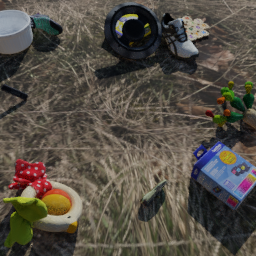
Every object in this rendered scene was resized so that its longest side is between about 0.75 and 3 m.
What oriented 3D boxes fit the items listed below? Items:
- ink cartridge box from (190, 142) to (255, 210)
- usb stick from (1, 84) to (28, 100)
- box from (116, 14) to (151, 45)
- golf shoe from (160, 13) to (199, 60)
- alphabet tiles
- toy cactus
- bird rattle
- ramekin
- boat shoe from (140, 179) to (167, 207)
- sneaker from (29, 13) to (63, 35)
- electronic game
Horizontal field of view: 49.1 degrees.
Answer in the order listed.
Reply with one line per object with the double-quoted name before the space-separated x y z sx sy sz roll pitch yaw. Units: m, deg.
"ink cartridge box" 2.979 1.380 8.912 1.378 0.771 2.019 -37 59 -26
"usb stick" -4.491 -1.421 11.106 1.024 0.167 0.284 25 81 -28
"box" 0.323 -5.137 14.115 2.599 0.629 1.525 -36 61 -26
"golf shoe" 2.289 -4.259 12.991 1.085 1.319 2.791 -27 58 -21
"alphabet tiles" 3.142 -5.110 14.385 1.968 0.144 1.925 -24 56 -17
"toy cactus" 4.140 -0.684 10.497 1.977 1.225 2.396 46 60 9
"bird rattle" -2.421 2.140 8.001 2.226 1.538 2.731 20 13 -14
"ramekin" -5.670 -4.541 13.329 2.249 1.096 2.249 0 52 0
"boat shoe" 0.859 2.027 8.660 1.080 0.386 0.355 -35 69 -24
"sneaker" -4.070 -5.421 14.232 2.226 0.828 0.975 24 51 18
"electronic game" 0.253 -4.491 12.943 2.751 0.572 2.751 1 83 -10
